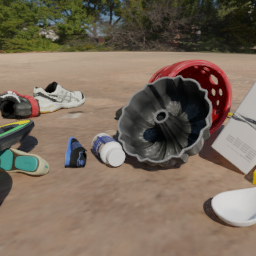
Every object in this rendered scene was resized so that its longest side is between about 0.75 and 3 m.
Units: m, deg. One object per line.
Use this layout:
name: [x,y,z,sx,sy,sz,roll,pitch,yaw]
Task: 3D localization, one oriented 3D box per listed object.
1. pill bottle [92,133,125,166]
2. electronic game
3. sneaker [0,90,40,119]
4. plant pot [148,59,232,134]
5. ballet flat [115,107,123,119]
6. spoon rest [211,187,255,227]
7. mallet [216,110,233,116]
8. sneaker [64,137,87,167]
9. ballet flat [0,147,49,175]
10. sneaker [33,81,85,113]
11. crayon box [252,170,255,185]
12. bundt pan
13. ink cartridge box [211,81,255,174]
pill bottle: [-0.533,0.610,7.714,0.642,0.642,1.157,-9,20,-24]
electronic game: [-3.970,0.316,7.767,2.765,0.575,2.765,-15,14,4]
sneaker: [-4.985,-1.001,11.835,2.686,0.949,1.312,15,22,34]
plant pot: [1.896,-1.095,9.826,2.546,2.546,2.319,-5,14,-15]
ballet flat: [0.441,-0.633,11.124,1.868,0.635,0.639,-4,-6,-9]
spoon rest: [2.532,1.448,5.454,1.887,0.572,0.937,-5,20,-15]
mallet: [4.565,-0.472,11.338,1.888,0.389,0.622,18,31,33]
sneaker: [-1.429,0.681,7.846,0.572,0.515,1.469,8,20,-9]
ballet flat: [-2.803,0.867,7.257,1.844,0.641,0.641,11,22,26]
sneaker: [-3.090,-1.551,13.005,1.083,1.255,2.862,11,20,33]
crayon box: [3.670,1.115,6.733,0.994,0.336,1.152,14,24,34]
bundt pan: [1.075,-0.082,7.590,2.624,2.624,0.985,16,-19,39]
ink cartridge box: [3.627,-0.446,7.131,1.183,2.804,2.030,41,38,24]
